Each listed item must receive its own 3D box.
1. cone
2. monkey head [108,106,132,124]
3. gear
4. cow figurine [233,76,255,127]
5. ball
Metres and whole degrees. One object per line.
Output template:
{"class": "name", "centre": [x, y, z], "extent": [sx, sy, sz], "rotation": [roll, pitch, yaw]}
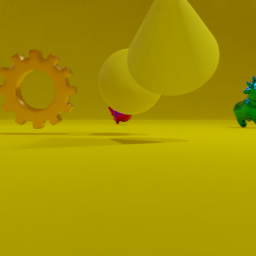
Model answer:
{"class": "cone", "centre": [0.387, -0.958, 2.558], "extent": [0.974, 0.974, 0.978], "rotation": [0, -22, 11]}
{"class": "monkey head", "centre": [-0.313, -0.696, 12.122], "extent": [0.851, 1.015, 1.412], "rotation": [-33, 1, 10]}
{"class": "gear", "centre": [-1.431, -0.602, 4.436], "extent": [1.202, 1.202, 0.222], "rotation": [0, 9, 2]}
{"class": "cow figurine", "centre": [3.409, -0.708, 7.795], "extent": [0.744, 1.334, 1.355], "rotation": [-37, 10, -22]}
{"class": "ball", "centre": [0.047, -0.703, 4.287], "extent": [0.993, 0.993, 0.993], "rotation": [0, 2, 0]}
